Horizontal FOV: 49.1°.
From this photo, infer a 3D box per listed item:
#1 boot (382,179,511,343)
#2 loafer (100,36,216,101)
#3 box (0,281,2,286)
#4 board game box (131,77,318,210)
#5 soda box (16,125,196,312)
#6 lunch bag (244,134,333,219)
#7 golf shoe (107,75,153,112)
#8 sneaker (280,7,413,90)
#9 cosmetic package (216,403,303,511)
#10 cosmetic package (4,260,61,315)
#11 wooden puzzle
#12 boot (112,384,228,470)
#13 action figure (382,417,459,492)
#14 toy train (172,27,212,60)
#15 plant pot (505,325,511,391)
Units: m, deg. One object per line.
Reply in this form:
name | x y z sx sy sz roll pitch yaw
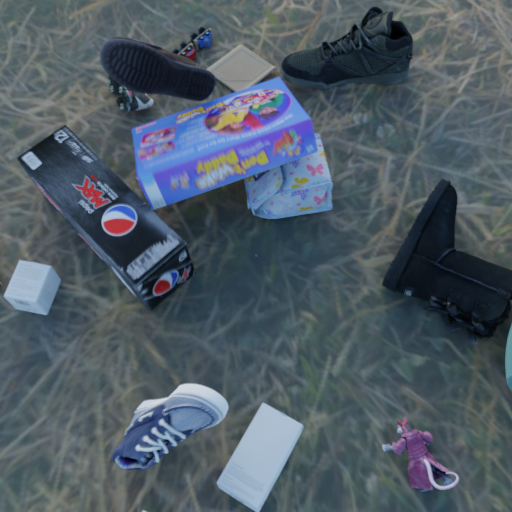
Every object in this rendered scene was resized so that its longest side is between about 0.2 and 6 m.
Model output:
boot | 3.873 0.067 10.532 2.214 1.000 2.702 27 72 16
loafer | -1.992 -3.676 11.052 2.436 0.890 0.865 8 32 -42
box | -5.392 0.260 10.905 0.612 0.164 1.010 -23 63 -12
board game box | -0.724 -2.289 11.033 3.305 0.740 2.222 -19 39 0
soda box | -2.867 -0.765 10.755 1.201 1.342 3.791 -40 68 -16
lunch bag | 0.599 -1.593 11.360 1.699 1.080 1.441 -9 56 3
golf shoe | -2.972 -3.936 12.985 0.729 0.639 1.656 -8 58 -32
sneaker | 2.069 -4.734 12.690 3.059 1.752 1.169 -2 60 2
cosmetic package | 0.077 3.243 9.047 0.788 0.621 1.464 28 65 16
cosmetic package | -4.153 0.595 10.449 0.643 0.639 0.768 11 63 6
wooden puzzle | -0.367 -4.420 13.375 1.294 0.241 1.197 38 69 23
boot | -1.334 2.696 8.498 0.834 2.293 1.036 42 49 -14
action figure | 2.564 3.184 8.996 0.786 0.874 1.173 -24 78 -6
toy train | -1.704 -4.899 13.547 0.460 0.343 2.010 35 68 13
plant pot | 5.516 1.495 8.660 3.244 3.244 2.603 36 76 17
